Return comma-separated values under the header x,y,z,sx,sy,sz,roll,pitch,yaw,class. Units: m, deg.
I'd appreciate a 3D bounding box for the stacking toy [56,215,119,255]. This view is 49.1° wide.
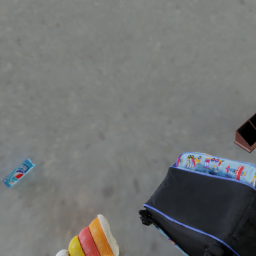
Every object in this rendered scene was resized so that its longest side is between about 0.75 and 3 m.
x,y,z,sx,sy,sz,roll,pitch,yaw,class
-1.039,2.865,6.738,1.473,1.076,1.076,-24,75,-11,stacking toy

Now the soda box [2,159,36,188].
x,y,z,sx,sy,sz,roll,pitch,yaw,class
-3.027,1.247,7.790,0.881,0.299,0.283,-43,90,-8,soda box

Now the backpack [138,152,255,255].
x,y,z,sx,sy,sz,roll,pitch,yaw,class
2.183,2.216,6.170,2.968,2.709,1.996,45,70,-23,backpack

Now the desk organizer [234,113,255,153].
x,y,z,sx,sy,sz,roll,pitch,yaw,class
3.738,-0.072,7.901,1.558,0.600,0.559,-39,51,-13,desk organizer
